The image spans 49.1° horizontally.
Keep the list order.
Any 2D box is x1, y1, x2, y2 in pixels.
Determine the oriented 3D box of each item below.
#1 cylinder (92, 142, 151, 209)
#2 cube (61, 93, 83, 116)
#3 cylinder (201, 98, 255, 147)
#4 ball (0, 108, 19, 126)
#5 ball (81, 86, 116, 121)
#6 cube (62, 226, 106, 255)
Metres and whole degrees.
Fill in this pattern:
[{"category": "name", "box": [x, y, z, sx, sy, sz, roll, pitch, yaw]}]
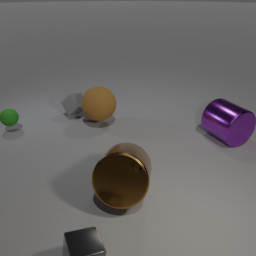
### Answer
[{"category": "cylinder", "box": [-0.111, 1.180, 7.311, 1.400, 1.400, 1.400, 3, 8, 6]}, {"category": "cube", "box": [-2.300, -1.026, 12.076, 0.700, 0.700, 0.700, -34, -9, 30]}, {"category": "cylinder", "box": [3.694, -0.223, 10.366, 1.400, 1.400, 1.400, -13, 30, -23]}, {"category": "ball", "box": [-4.632, -0.415, 10.926, 0.700, 0.700, 0.700, 0, 28, 0]}, {"category": "ball", "box": [-1.165, -0.976, 11.264, 1.400, 1.400, 1.400, 0, 28, 0]}, {"category": "cube", "box": [-0.910, 2.568, 5.715, 0.700, 0.700, 0.700, -3, 28, -24]}]
